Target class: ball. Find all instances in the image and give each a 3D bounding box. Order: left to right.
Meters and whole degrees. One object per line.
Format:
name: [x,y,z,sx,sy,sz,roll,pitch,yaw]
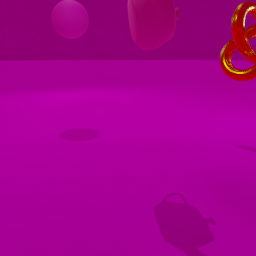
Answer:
ball: [-1.730,-3.251,8.406,1.098,1.098,1.098,0,15,0]

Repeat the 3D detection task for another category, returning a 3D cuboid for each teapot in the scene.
teapot: [0.420,-1.725,4.262,0.757,0.961,1.545,-11,-16,-5]

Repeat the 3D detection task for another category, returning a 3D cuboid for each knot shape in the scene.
knot shape: [2.990,-1.921,6.714,1.845,1.727,0.853,37,17,-3]
